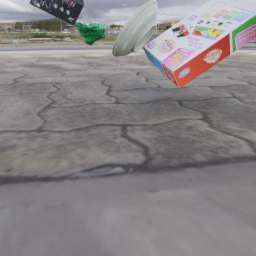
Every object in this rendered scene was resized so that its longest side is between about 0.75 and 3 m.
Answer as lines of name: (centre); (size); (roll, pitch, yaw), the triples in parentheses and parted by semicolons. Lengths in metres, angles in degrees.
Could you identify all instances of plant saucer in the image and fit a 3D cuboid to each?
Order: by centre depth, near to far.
plant saucer: (0.328, -2.722, 8.088); (0.480, 1.913, 1.913); (42, 27, 3)

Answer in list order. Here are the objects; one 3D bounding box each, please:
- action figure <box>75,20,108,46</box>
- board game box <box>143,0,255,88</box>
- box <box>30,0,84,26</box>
action figure: (-0.938, -2.729, 7.849); (0.375, 0.809, 1.370); (-50, 32, -13)
board game box: (2.117, -2.623, 8.118); (2.938, 0.592, 2.248); (-34, 38, 4)
box: (-1.424, -2.594, 5.651); (0.948, 0.503, 0.579); (19, 38, -28)
